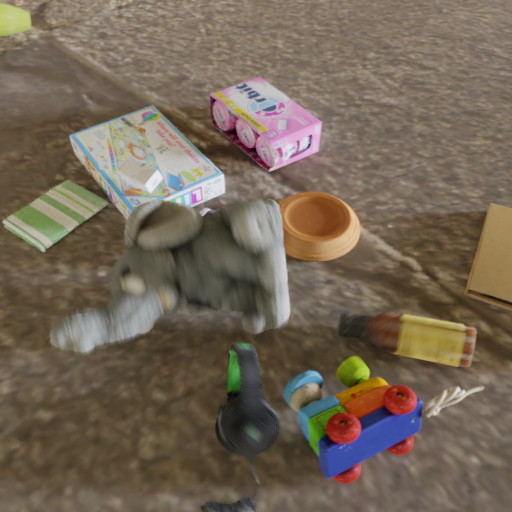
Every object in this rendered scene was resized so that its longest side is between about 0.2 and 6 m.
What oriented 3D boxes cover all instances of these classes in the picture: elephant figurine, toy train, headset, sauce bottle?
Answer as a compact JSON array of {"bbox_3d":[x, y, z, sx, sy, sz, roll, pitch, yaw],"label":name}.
[{"bbox_3d":[-1.175,0.162,8.537,3.231,2.507,2.286,-5,83,2],"label":"elephant figurine"},{"bbox_3d":[1.703,1.933,7.827,2.458,1.041,1.422,-20,37,-18],"label":"toy train"},{"bbox_3d":[-0.283,2.212,7.242,0.991,1.303,2.110,-2,74,-12],"label":"headset"},{"bbox_3d":[2.281,1.209,8.607,2.007,0.663,0.663,10,48,20],"label":"sauce bottle"}]

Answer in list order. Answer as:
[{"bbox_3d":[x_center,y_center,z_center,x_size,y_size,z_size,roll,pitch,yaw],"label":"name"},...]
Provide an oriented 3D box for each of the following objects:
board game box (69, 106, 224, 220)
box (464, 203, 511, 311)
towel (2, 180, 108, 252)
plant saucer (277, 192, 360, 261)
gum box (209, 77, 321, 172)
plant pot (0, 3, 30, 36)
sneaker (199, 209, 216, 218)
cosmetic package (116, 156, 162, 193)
[{"bbox_3d":[-2.297,-1.916,11.591,2.011,0.512,2.991,-27,53,-22],"label":"board game box"},{"bbox_3d":[4.903,0.112,9.901,1.952,0.254,2.388,18,50,17],"label":"box"},{"bbox_3d":[-3.862,-0.809,10.812,1.224,0.188,1.604,28,52,23],"label":"towel"},{"bbox_3d":[1.081,-0.641,10.551,1.759,0.329,1.759,0,47,0],"label":"plant saucer"},{"bbox_3d":[0.202,-2.893,12.284,1.365,0.795,2.405,-27,53,-24],"label":"gum box"},{"bbox_3d":[-6.929,-6.647,15.803,0.981,0.918,0.918,-9,46,-27],"label":"plant pot"},{"bbox_3d":[-0.982,-0.373,10.157,0.541,0.535,1.363,15,47,21],"label":"sneaker"},{"bbox_3d":[-2.211,-1.547,10.610,0.804,0.298,0.409,28,71,25],"label":"cosmetic package"}]
